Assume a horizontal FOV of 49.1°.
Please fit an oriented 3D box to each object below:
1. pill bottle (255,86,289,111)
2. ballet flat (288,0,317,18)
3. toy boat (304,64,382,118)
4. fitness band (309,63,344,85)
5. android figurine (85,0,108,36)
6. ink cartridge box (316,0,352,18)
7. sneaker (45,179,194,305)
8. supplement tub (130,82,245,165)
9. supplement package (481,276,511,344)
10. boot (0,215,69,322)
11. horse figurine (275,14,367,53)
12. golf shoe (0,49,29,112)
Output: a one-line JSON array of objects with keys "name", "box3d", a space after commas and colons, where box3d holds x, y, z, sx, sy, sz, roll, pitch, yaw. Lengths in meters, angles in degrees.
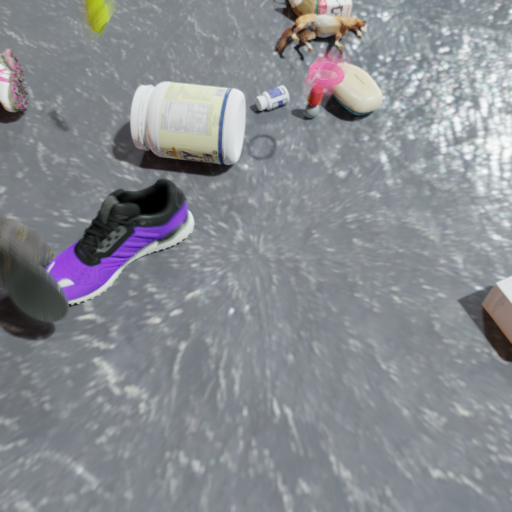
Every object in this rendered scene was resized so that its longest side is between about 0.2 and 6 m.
[{"name": "pill bottle", "box3d": [0.323, -3.214, 11.497, 0.624, 0.374, 0.374, -23, 59, -14]}, {"name": "ballet flat", "box3d": [0.980, -6.293, 13.329, 0.649, 0.609, 1.795, 26, 45, -37]}, {"name": "toy boat", "box3d": [1.687, -3.276, 11.417, 1.579, 0.734, 1.328, -19, 62, -21]}, {"name": "fitness band", "box3d": [1.156, -3.003, 9.214, 0.529, 0.138, 0.737, -7, 39, -5]}, {"name": "android figurine", "box3d": [-2.562, -3.926, 8.940, 0.158, 0.770, 0.701, -22, 46, -29]}, {"name": "ink cartridge box", "box3d": [1.807, -5.689, 13.034, 0.757, 0.548, 0.319, -5, 58, -4]}, {"name": "sneaker", "box3d": [-2.325, -0.385, 8.968, 2.772, 1.379, 0.964, -35, 64, -19]}, {"name": "supplement tub", "box3d": [-1.225, -2.465, 10.387, 1.898, 1.376, 1.376, 7, 57, 5]}, {"name": "supplement package", "box3d": [4.174, 0.922, 8.536, 0.714, 0.705, 1.178, -20, 59, -13]}, {"name": "boot", "box3d": [-3.374, 0.090, 8.458, 0.646, 1.624, 1.866, -43, 97, 4]}, {"name": "horse figurine", "box3d": [1.486, -5.038, 12.578, 2.135, 0.533, 1.415, -3, 44, 5]}, {"name": "golf shoe", "box3d": [-5.243, -3.502, 11.533, 0.897, 0.707, 1.948, -21, 50, -9]}]
